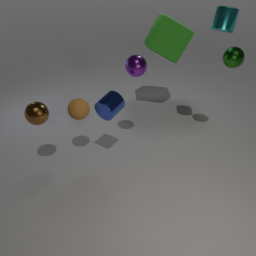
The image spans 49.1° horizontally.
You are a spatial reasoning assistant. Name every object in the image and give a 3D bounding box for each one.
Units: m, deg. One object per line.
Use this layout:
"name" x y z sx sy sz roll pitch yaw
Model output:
"ball" 0.260 -1.984 8.955 0.700 0.700 0.700 0 30 0
"ball" -1.578 -0.604 8.960 0.700 0.700 0.700 0 30 0
"cube" 1.652 -3.743 11.611 1.400 1.400 1.400 25 22 -13
"cylinder" 3.090 -3.443 8.914 0.700 0.700 0.700 10 18 -4
"ball" 3.525 -2.354 9.358 0.700 0.700 0.700 0 30 0
"cylinder" -0.572 -0.703 8.789 0.700 0.700 0.700 20 50 31
"ball" -2.680 -0.429 8.242 0.700 0.700 0.700 0 30 0
